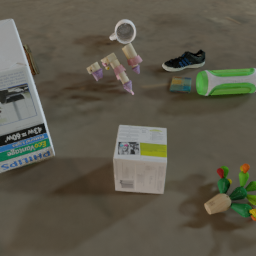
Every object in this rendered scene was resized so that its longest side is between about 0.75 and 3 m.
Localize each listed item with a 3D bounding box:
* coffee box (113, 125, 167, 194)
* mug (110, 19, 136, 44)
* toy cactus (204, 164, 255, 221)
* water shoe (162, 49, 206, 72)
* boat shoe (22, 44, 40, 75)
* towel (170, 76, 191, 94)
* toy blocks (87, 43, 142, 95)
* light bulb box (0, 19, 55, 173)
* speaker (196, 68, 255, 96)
[{"bbox_3d":[0.273,0.651,5.897,1.024,1.023,1.013,3,42,4],"label":"coffee box"},{"bbox_3d":[-0.239,-3.856,11.229,1.105,0.816,0.969,-25,31,13],"label":"mug"},{"bbox_3d":[2.101,1.340,5.490,1.201,0.744,1.455,-22,54,-10],"label":"toy cactus"},{"bbox_3d":[1.910,-2.374,9.615,1.541,0.608,0.551,-11,43,-12],"label":"water shoe"},{"bbox_3d":[-3.480,-2.222,9.472,0.661,0.699,1.943,-22,37,-15],"label":"boat shoe"},{"bbox_3d":[1.681,-1.382,8.902,0.631,0.093,0.861,9,41,10],"label":"towel"},{"bbox_3d":[-0.283,-1.614,8.559,1.557,1.311,1.455,-29,14,3],"label":"toy blocks"},{"bbox_3d":[-2.866,-0.730,6.353,1.547,2.479,2.457,-17,44,-16],"label":"light bulb box"},{"bbox_3d":[3.018,-1.382,8.374,1.812,0.801,0.801,-3,42,-4],"label":"speaker"}]
